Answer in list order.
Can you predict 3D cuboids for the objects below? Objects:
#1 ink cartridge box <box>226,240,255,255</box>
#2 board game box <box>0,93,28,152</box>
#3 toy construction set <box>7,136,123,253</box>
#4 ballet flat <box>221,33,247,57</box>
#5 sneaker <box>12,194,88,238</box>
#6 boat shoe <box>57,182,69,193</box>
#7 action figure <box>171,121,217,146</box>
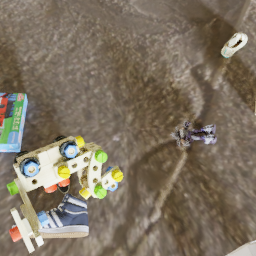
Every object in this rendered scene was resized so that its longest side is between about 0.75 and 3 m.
[{"bbox_3d":[2.882,3.273,5.451,1.436,0.811,1.956,11,43,-41],"label":"ink cartridge box"},{"bbox_3d":[-4.485,-0.210,8.344,2.604,0.476,1.969,0,54,-9],"label":"board game box"},{"bbox_3d":[-1.135,0.954,4.820,1.013,1.442,2.199,7,28,43],"label":"toy construction set"},{"bbox_3d":[4.154,-3.302,10.701,0.571,0.528,1.693,31,60,21],"label":"ballet flat"},{"bbox_3d":[-1.824,2.113,6.767,1.759,0.616,0.954,2,59,-7],"label":"sneaker"},{"bbox_3d":[-1.787,1.351,7.556,0.303,0.259,0.828,-13,57,-10],"label":"boat shoe"},{"bbox_3d":[1.911,0.176,8.282,1.320,0.458,0.859,-1,60,3],"label":"action figure"}]
